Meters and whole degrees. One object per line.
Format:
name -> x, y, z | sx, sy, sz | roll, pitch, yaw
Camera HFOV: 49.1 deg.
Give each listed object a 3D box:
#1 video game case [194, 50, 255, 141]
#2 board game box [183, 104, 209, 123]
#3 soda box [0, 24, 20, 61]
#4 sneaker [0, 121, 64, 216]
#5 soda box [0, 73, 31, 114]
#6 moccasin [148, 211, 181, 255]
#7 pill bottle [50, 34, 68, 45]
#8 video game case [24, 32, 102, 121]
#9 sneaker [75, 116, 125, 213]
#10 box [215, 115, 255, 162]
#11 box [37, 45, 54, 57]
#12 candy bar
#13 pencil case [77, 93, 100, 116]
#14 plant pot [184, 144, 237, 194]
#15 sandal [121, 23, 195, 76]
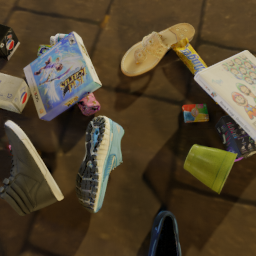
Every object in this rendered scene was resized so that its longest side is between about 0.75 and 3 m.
video game case -> 3.928, -1.190, 8.935 | 2.937, 0.348, 2.673 | -28, 69, -33
board game box -> 2.237, -0.491, 9.277 | 0.771, 0.156, 0.590 | -4, 68, -2
soda box -> -5.407, -3.394, 10.077 | 2.716, 0.860, 0.961 | 21, 70, 9
sneaker -> -3.232, 1.177, 8.091 | 1.460, 1.041, 2.943 | -32, 75, -18
soda box -> -4.699, -1.367, 9.248 | 2.710, 0.860, 0.925 | 15, 68, 6
moccasin -> 0.882, 3.479, 7.239 | 1.048, 0.888, 2.605 | -2, 68, -1
pill bottle -> -2.274, -3.104, 10.135 | 0.997, 0.552, 0.552 | 5, 68, 3
video game case -> -2.185, -1.652, 9.055 | 2.240, 0.509, 2.031 | -31, 69, 17
sneaker -> -0.617, 1.091, 7.996 | 1.067, 1.225, 2.723 | 10, 86, 48
box -> 3.346, 0.272, 8.606 | 0.691, 0.797, 1.304 | -18, 69, -7
box -> -2.376, -2.596, 9.934 | 1.495, 0.524, 0.481 | 1, 68, 1
candy bar -> 2.563, -1.987, 9.733 | 0.699, 0.310, 2.802 | -30, 74, -12
pencil case -> -1.482, -1.120, 9.289 | 0.652, 0.624, 1.507 | -35, 69, 16
plant pot -> 2.337, 1.074, 8.159 | 1.214, 1.261, 1.261 | 24, 69, 22
sandal -> 1.053, -3.074, 9.852 | 3.154, 1.037, 1.157 | -32, 71, -12
